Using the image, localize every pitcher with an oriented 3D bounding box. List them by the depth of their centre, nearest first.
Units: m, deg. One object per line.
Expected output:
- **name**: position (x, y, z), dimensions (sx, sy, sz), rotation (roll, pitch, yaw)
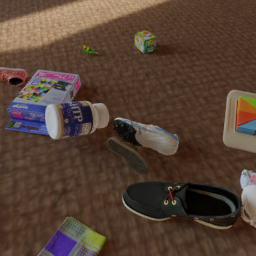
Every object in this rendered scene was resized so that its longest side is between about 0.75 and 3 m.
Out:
- **pitcher**: position (3.133, 1.941, 7.023), dimensions (0.894, 0.632, 1.042), rotation (25, 45, -19)

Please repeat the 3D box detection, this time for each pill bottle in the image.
- **pill bottle**: position (-1.573, -0.300, 8.847), dimensions (1.792, 1.072, 1.072), rotation (-10, 44, -34)

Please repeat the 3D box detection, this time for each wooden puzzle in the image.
- **wooden puzzle**: position (4.577, -0.243, 9.346), dimensions (2.528, 0.509, 2.733), rotation (14, 47, 13)

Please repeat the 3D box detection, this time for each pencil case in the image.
- **pencil case**: position (3.724, 1.488, 7.633), dimensions (1.227, 0.510, 0.557), rotation (9, 39, 9)

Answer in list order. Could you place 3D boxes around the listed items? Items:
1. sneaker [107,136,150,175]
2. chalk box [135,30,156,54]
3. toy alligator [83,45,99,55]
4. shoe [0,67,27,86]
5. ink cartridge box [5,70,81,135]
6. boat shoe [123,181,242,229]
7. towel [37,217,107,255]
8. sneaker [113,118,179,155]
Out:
- **sneaker**: position (0.117, 0.694, 7.977), dimensions (1.539, 0.542, 0.581), rotation (39, 33, 23)
- **chalk box**: position (0.861, -3.917, 12.879), dimensions (0.671, 0.666, 1.074), rotation (-24, 50, -21)
- **toy alligator**: position (-1.752, -3.475, 12.736), dimensions (1.043, 0.309, 0.283), rotation (35, 96, 28)
- **shoe**: position (-4.782, -2.020, 11.098), dimensions (1.448, 0.517, 0.659), rotation (-2, 41, -7)
- **ink cartridge box**: position (-3.018, -1.021, 10.093), dimensions (1.748, 0.615, 2.929), rotation (9, 48, 9)
- **boat shoe**: position (1.300, 1.789, 7.076), dimensions (2.931, 0.918, 1.072), rotation (8, 50, 10)
- **towel**: position (-1.420, 2.954, 6.397), dimensions (1.234, 0.196, 1.718), rotation (23, 50, 22)
- **sneaker**: position (0.542, 0.177, 8.592), dimensions (2.108, 0.758, 0.764), rotation (22, 44, -3)
